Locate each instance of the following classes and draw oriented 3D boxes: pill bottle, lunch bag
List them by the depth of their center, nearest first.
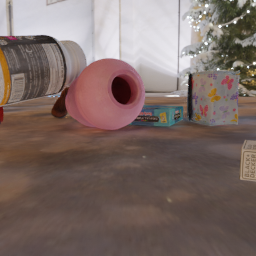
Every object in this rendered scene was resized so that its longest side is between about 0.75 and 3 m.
[{"bbox_3d":[-2.485,-1.530,7.153,1.607,1.607,2.761,6,19,38],"label":"pill bottle"},{"bbox_3d":[2.391,-0.932,8.520,1.187,1.583,1.866,-3,11,-14],"label":"lunch bag"}]

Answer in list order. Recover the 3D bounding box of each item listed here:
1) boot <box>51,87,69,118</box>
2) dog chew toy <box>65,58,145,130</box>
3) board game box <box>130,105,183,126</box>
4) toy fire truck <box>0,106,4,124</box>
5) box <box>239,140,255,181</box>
[{"bbox_3d":[-2.179,-1.357,10.020,0.588,1.717,1.617,25,39,1],"label":"boot"},{"bbox_3d":[-0.807,-0.793,7.455,1.743,1.743,2.799,-5,0,-33],"label":"dog chew toy"},{"bbox_3d":[0.766,-0.421,8.750,1.557,0.484,2.062,3,8,21],"label":"board game box"},{"bbox_3d":[-4.867,-0.328,7.305,2.000,0.691,2.836,1,8,6],"label":"toy fire truck"},{"bbox_3d":[1.916,0.400,3.145,1.200,0.361,0.700,4,8,27],"label":"box"}]
